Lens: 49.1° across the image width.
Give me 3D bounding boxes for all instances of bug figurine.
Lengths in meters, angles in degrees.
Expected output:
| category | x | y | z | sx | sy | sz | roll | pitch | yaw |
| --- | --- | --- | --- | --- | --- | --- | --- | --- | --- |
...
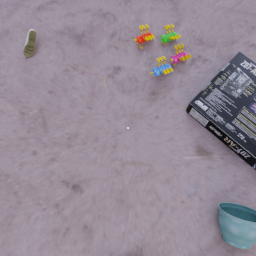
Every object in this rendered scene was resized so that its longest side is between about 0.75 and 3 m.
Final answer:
| category | x | y | z | sx | sy | sz | roll | pitch | yaw |
| --- | --- | --- | --- | --- | --- | --- | --- | --- | --- |
| bug figurine | 1.026 | -2.290 | 8.262 | 1.401 | 0.465 | 1.806 | -19 | 69 | -10 |

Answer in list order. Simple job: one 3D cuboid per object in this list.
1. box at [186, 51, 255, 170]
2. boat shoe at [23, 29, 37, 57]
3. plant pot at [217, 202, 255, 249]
| category | x | y | z | sx | sy | sz | roll | pitch | yaw |
| --- | --- | --- | --- | --- | --- | --- | --- | --- | --- |
| box | 3.366 | -0.420 | 7.583 | 2.799 | 0.609 | 2.243 | 42 | 76 | 13 |
| boat shoe | -2.914 | -2.530 | 8.353 | 0.312 | 0.834 | 0.285 | 14 | 24 | -32 |
| plant pot | 2.594 | 2.302 | 6.509 | 1.119 | 1.119 | 0.750 | 11 | 96 | 4 |
